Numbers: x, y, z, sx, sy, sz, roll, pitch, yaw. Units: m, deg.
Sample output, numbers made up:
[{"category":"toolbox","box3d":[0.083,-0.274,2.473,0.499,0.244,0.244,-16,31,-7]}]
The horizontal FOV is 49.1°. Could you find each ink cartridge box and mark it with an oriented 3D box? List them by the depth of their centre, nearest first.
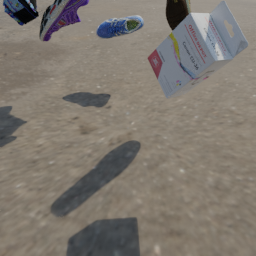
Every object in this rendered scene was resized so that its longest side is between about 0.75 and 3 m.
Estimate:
[{"category":"ink cartridge box","box3d":[1.201,-1.395,5.187,0.579,1.717,1.000,-16,76,-36]}]

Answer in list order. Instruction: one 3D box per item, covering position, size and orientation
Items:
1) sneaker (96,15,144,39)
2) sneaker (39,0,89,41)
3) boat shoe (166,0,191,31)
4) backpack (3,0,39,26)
[{"category":"sneaker","box3d":[-0.311,-3.738,10.281,1.840,0.697,0.709,-16,22,5]},{"category":"sneaker","box3d":[-2.120,-3.528,9.085,0.981,2.351,0.948,22,51,-37]},{"category":"boat shoe","box3d":[1.430,-3.554,7.646,0.711,1.984,0.756,15,56,27]},{"category":"backpack","box3d":[-3.435,-3.955,8.600,0.825,1.227,1.120,-22,61,20]}]
